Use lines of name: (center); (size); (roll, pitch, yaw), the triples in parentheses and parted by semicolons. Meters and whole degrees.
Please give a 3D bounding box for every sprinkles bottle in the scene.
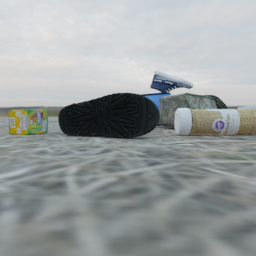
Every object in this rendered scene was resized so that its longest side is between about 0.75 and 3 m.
sprinkles bottle: (2.245, -0.163, 7.195); (2.016, 0.688, 0.688); (0, 3, -5)

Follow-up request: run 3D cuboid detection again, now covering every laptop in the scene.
laptop: (1.294, -1.034, 13.891); (2.658, 1.549, 2.999); (-6, 4, -7)

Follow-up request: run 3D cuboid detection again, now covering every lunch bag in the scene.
lunch bag: (2.433, -0.578, 10.154); (2.154, 1.267, 1.767); (5, 1, -21)

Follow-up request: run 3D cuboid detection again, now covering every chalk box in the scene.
chalk box: (-2.638, -0.173, 7.708); (0.659, 0.662, 1.064); (1, 5, 22)

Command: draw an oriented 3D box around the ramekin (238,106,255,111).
ramekin: (3.933, -0.274, 7.828); (1.615, 0.752, 1.615); (-5, 2, 0)

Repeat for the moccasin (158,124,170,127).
moccasin: (2.141, -0.480, 11.436); (2.144, 0.863, 0.731); (-2, -4, -19)

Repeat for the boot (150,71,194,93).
boot: (1.804, -1.741, 11.635); (1.705, 0.770, 0.620); (20, 3, 9)

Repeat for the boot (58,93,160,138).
boot: (-0.207, -0.335, 7.285); (2.693, 1.013, 2.014); (1, 3, 27)
